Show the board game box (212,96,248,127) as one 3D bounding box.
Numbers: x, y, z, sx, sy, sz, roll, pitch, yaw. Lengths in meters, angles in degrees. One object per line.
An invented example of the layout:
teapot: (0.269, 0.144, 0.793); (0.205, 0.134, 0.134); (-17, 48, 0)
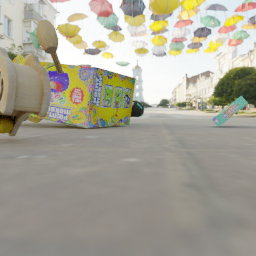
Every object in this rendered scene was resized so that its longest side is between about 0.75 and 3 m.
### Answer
board game box: (3.340, -0.525, 9.275); (1.137, 0.336, 1.495); (-41, -11, 16)

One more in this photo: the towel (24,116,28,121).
towel: (-3.923, -1.298, 10.917); (0.295, 2.594, 1.863); (29, 5, 1)

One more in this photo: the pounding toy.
pounding toy: (-1.366, -0.471, 3.988); (1.075, 1.072, 1.874); (5, -36, -40)

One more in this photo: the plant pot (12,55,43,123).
plant pot: (-4.836, -1.604, 13.095); (2.499, 2.656, 2.656); (39, -19, -28)

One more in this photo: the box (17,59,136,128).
box: (-1.676, -1.108, 9.378); (2.885, 1.760, 2.779); (11, 8, 24)

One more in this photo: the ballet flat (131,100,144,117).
ballet flat: (-0.465, -0.924, 12.760); (2.571, 0.874, 0.879); (-5, -41, 31)
